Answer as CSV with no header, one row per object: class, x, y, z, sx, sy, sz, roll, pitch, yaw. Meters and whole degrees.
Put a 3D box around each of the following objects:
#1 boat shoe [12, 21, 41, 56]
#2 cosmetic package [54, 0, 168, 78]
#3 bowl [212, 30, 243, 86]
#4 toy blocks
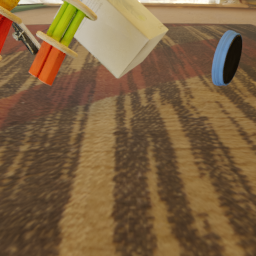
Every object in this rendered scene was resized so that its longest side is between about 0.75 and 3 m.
boat shoe,-3.714,-3.241,9.776,0.534,1.563,0.577,-45,31,-12
cosmetic package,-0.364,-3.272,8.887,2.609,1.604,2.601,44,31,-4
bowl,2.035,-1.394,5.691,0.218,1.109,1.109,20,35,32
toy blocks,-2.403,-1.888,6.267,2.407,2.888,1.049,30,9,-16
